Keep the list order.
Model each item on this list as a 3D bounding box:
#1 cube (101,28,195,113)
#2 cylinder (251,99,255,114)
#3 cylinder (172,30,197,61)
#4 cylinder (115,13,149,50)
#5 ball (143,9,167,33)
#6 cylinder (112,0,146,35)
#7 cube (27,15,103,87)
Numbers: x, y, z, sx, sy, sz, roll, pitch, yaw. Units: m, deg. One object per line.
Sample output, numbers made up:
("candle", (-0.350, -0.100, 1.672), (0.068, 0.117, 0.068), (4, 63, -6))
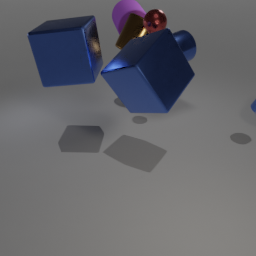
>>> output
("cube", (0.491, -1.325, 6.862), (1.400, 1.400, 1.400), (4, 50, 52))
("cylinder", (4.498, -0.804, 9.098), (0.700, 0.700, 0.700), (13, 44, -13))
("cylinder", (2.027, -3.421, 12.320), (1.400, 1.400, 1.400), (-28, 38, -24))
("cylinder", (0.400, -3.574, 11.081), (1.400, 1.400, 1.400), (26, 16, -8))
("ball", (0.792, -3.100, 8.188), (0.700, 0.700, 0.700), (0, 29, 0))
("cylinder", (0.102, -4.681, 12.168), (1.400, 1.400, 1.400), (-6, 42, -11))
("cube", (-1.543, -2.025, 7.354), (1.400, 1.400, 1.400), (-3, 32, 8))
